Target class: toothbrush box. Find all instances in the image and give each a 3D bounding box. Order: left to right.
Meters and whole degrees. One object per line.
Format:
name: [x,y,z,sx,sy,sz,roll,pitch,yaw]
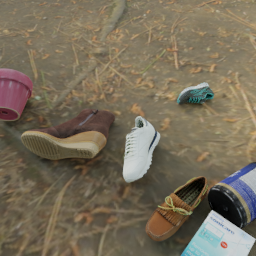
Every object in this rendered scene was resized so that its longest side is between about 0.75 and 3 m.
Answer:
toothbrush box: [2.033,2.957,6.554,1.163,0.678,1.589,33,54,26]

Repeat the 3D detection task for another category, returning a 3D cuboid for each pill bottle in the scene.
pill bottle: [3.303,1.635,7.412,2.164,1.211,1.211,-24,52,-21]

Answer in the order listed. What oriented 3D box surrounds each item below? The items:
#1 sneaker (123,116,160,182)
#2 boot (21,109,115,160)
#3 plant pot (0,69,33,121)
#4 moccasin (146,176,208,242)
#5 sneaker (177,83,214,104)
sneaker: [0.236,0.621,8.367,0.857,0.903,2.244,-20,31,33]
boot: [-1.882,0.072,9.285,2.618,0.947,2.178,8,36,9]
plant pot: [-4.212,-1.065,9.836,1.542,1.542,1.380,-1,63,-1]
moccasin: [1.331,2.042,7.273,2.211,0.853,0.809,-29,54,-24]
sneaker: [2.574,-1.184,10.465,1.572,0.610,0.717,-24,55,-19]
